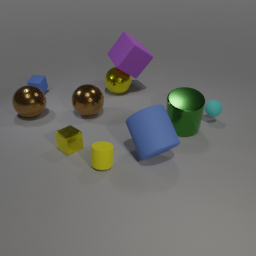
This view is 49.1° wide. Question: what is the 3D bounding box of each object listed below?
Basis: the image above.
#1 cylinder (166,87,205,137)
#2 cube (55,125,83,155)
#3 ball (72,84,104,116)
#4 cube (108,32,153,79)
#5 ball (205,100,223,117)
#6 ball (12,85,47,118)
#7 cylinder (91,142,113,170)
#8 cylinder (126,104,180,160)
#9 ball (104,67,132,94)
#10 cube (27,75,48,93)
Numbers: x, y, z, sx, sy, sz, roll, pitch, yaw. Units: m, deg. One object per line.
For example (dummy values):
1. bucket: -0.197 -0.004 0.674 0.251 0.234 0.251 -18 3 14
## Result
1. cylinder: 2.173 -0.617 10.835 1.400 1.400 1.400 -1 46 2
2. cube: -2.099 0.425 10.014 0.700 0.700 0.700 26 38 36
3. ball: -1.741 -1.201 12.169 1.400 1.400 1.400 0 29 0
4. cube: 0.105 -3.574 13.792 1.400 1.400 1.400 21 28 -42
5. ball: 3.556 -0.814 11.630 0.700 0.700 0.700 0 29 0
6. ball: -4.238 -1.135 12.074 1.400 1.400 1.400 0 29 0
7. cylinder: -0.833 0.890 9.082 0.700 0.700 0.700 2 21 -1
8. cylinder: 0.809 0.145 9.264 1.400 1.400 1.400 -16 76 -26
9. ball: -0.512 -2.458 14.431 1.400 1.400 1.400 0 29 0
10. cube: -4.604 -2.219 14.309 0.700 0.700 0.700 6 45 10
